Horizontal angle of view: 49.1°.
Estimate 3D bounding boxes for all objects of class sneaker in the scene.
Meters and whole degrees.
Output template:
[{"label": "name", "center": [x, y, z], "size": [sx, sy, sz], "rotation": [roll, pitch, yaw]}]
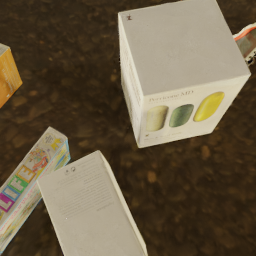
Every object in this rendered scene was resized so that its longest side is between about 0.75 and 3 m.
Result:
[{"label": "sneaker", "center": [3.506, -2.267, 7.896], "size": [0.957, 2.483, 1.017], "rotation": [-11, 90, -22]}]

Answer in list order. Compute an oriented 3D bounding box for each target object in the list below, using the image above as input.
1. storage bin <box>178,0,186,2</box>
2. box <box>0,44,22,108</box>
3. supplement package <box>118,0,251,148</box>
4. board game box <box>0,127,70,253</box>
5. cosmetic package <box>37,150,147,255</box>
[{"label": "storage bin", "center": [2.003, -3.731, 9.258], "size": [1.243, 0.835, 0.905], "rotation": [-23, 75, -11]}, {"label": "box", "center": [-4.152, -1.093, 7.501], "size": [1.147, 1.464, 2.353], "rotation": [23, 59, 9]}, {"label": "supplement package", "center": [1.094, -1.183, 7.030], "size": [2.234, 2.943, 2.217], "rotation": [-12, 67, -5]}, {"label": "board game box", "center": [-2.373, 1.496, 6.404], "size": [0.488, 1.915, 2.849], "rotation": [33, 68, 3]}, {"label": "cosmetic package", "center": [-0.633, 1.921, 5.950], "size": [1.358, 2.202, 2.209], "rotation": [-26, 75, -5]}]
